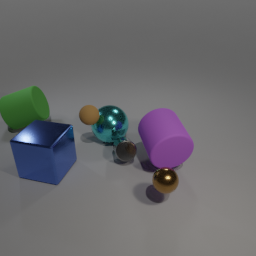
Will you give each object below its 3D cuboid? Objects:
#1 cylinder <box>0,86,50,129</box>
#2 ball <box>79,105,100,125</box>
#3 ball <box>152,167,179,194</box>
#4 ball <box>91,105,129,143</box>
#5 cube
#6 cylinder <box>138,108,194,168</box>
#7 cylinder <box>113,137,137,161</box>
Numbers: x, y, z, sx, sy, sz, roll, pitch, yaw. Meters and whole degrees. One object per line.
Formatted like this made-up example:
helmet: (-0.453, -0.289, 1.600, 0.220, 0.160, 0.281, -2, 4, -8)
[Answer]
cylinder: (-4.076, -0.805, 11.118, 1.400, 1.400, 1.400, -18, 29, 8)
ball: (-1.330, -0.444, 9.613, 0.700, 0.700, 0.700, 0, 30, 0)
ball: (0.989, 1.380, 7.389, 0.700, 0.700, 0.700, 0, 30, 0)
ball: (-0.671, -0.148, 10.394, 1.400, 1.400, 1.400, 0, 30, 0)
cube: (-2.607, 0.725, 8.894, 1.400, 1.400, 1.400, 8, 31, 14)
cylinder: (1.162, 0.316, 8.867, 1.400, 1.400, 1.400, -7, 40, -12)
cylinder: (-0.112, 0.693, 9.368, 0.700, 0.700, 0.700, -6, 10, -10)
